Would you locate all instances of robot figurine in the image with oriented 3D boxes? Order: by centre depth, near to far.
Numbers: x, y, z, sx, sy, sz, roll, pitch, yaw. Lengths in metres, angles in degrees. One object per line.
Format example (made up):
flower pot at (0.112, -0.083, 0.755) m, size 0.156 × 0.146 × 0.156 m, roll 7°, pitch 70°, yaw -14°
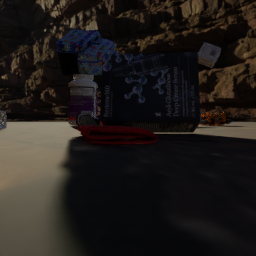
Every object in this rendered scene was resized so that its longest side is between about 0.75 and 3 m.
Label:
robot figurine at (4.341, -0.459, 14.436) m, size 1.690 × 0.678 × 2.330 m, roll -2°, pitch 1°, yaw 4°

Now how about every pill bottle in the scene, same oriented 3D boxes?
pill bottle at (-2.266, -1.437, 14.143) m, size 1.478 × 2.629 × 1.478 m, roll 1°, pitch 1°, yaw 0°

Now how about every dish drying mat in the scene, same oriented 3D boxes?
dish drying mat at (-0.302, 0.070, 4.298) m, size 0.882 × 0.209 × 2.296 m, roll 0°, pitch 1°, yaw -13°

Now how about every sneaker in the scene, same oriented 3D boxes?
sneaker at (-1.456, -0.236, 8.956) m, size 0.868 × 0.457 × 1.201 m, roll 13°, pitch -2°, yaw 28°

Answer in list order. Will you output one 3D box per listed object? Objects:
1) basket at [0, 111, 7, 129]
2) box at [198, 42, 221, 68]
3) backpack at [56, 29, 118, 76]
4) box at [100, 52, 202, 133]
basket at (-4.310, -0.242, 8.726) m, size 0.522 × 0.574 × 0.846 m, roll -1°, pitch 1°, yaw 31°
box at (3.346, -3.034, 11.664) m, size 0.760 × 0.756 × 0.497 m, roll 27°, pitch -15°, yaw 20°
backpack at (-1.446, -2.970, 11.110) m, size 2.192 × 1.475 × 2.001 m, roll 12°, pitch 42°, yaw 22°
box at (0.450, -0.684, 5.774) m, size 1.910 × 1.418 × 1.023 m, roll -1°, pitch -14°, yaw 5°
